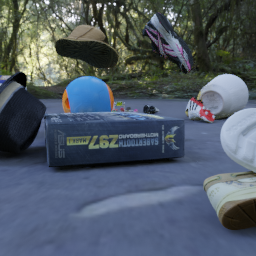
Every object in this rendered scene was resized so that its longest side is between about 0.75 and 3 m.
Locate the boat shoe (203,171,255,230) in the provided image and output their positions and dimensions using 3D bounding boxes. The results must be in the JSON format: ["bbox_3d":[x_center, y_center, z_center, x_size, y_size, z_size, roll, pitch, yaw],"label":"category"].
[{"bbox_3d":[1.360,0.509,2.444,1.383,0.507,0.434,-3,34,-15],"label":"boat shoe"}]

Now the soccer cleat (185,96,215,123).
[{"bbox_3d":[2.786,-0.554,11.003,0.650,0.807,1.895,22,23,-22],"label":"soccer cleat"}]

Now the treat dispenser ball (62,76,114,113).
[{"bbox_3d":[-1.274,-0.828,8.980,1.634,1.634,1.634,0,7,0],"label":"treat dispenser ball"}]

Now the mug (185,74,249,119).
[{"bbox_3d":[3.877,-1.080,12.245,1.920,2.397,1.968,39,34,21],"label":"mug"}]

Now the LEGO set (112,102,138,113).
[{"bbox_3d":[-0.355,-0.668,11.211,0.904,0.732,1.966,3,8,25],"label":"LEGO set"}]

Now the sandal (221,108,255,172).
[{"bbox_3d":[1.675,0.403,2.150,1.960,0.482,0.797,33,68,33],"label":"sandal"}]

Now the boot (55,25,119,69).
[{"bbox_3d":[-1.209,-3.073,10.085,2.230,0.842,2.547,17,30,0],"label":"boot"}]

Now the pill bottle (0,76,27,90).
[{"bbox_3d":[-3.992,-0.541,6.959,2.761,1.532,1.532,-2,7,-14],"label":"pill bottle"}]

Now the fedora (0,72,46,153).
[{"bbox_3d":[-1.973,-0.124,4.963,0.792,1.733,1.733,26,3,-11],"label":"fedora"}]

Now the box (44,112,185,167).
[{"bbox_3d":[-0.493,0.078,5.436,2.168,0.701,2.750,-3,7,-18],"label":"box"}]

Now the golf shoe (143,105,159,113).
[{"bbox_3d":[1.227,-0.958,15.102,0.561,0.462,1.188,15,3,-27],"label":"golf shoe"}]

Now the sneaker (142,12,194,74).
[{"bbox_3d":[1.569,-3.205,11.137,1.119,2.592,1.041,-30,9,39],"label":"sneaker"}]

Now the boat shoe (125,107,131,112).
[{"bbox_3d":[-0.002,-1.093,16.382,0.313,0.277,0.855,1,7,8],"label":"boat shoe"}]
